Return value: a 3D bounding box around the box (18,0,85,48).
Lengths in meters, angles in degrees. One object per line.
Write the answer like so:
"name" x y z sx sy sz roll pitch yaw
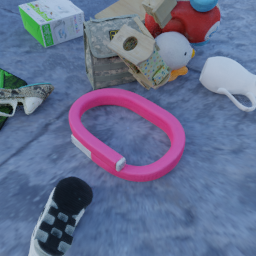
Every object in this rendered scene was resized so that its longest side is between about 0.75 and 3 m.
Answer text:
"box" -2.797 -4.038 10.413 1.725 0.945 1.955 -28 52 -25

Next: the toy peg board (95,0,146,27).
"toy peg board" 0.059 -4.005 10.610 1.849 0.908 1.857 -36 53 -11

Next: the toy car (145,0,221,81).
"toy car" 1.566 -2.571 8.497 2.283 2.379 2.581 5 79 11

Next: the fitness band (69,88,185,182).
"fitness band" -0.079 0.011 6.736 2.991 0.560 2.148 34 55 28

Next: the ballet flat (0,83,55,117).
"ballet flat" -2.953 -0.690 7.235 2.207 0.749 0.831 -7 71 -30

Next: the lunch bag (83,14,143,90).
"lunch bag" -0.418 -2.211 7.957 1.565 1.908 1.122 -14 47 -15

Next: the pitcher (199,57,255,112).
"pitcher" 2.827 -1.216 7.735 1.632 0.989 1.400 21 58 5

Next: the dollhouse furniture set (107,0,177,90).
"dollhouse furniture set" 0.906 -2.000 7.137 1.173 2.110 1.866 40 93 32

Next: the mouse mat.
"mouse mat" -3.879 -0.872 7.203 1.889 0.088 2.348 27 46 -17

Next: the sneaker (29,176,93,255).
"sneaker" -1.265 1.651 5.025 0.750 0.896 2.024 34 25 -4
